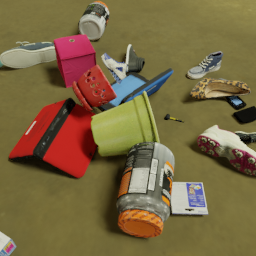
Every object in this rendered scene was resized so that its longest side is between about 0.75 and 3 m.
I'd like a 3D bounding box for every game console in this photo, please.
[{"bbox_3d":[4.874,-0.926,12.212,1.072,0.219,1.818,-18,50,-16],"label":"game console"},{"bbox_3d":[-2.648,0.426,10.952,2.527,1.741,2.933,-12,39,33],"label":"game console"},{"bbox_3d":[0.089,-1.883,12.164,2.892,2.469,1.711,-36,84,-28],"label":"game console"}]

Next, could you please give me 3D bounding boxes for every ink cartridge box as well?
[{"bbox_3d":[1.953,2.340,9.237,1.158,0.275,1.171,2,49,0],"label":"ink cartridge box"},{"bbox_3d":[-4.273,3.670,7.704,1.287,0.720,1.886,23,50,19],"label":"ink cartridge box"}]

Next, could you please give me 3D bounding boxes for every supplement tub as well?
[{"bbox_3d":[0.565,1.873,8.734,1.619,1.619,2.643,8,49,7],"label":"supplement tub"},{"bbox_3d":[-1.905,-6.268,16.207,1.466,1.466,2.392,7,49,6],"label":"supplement tub"}]

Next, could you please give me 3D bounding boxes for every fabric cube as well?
[{"bbox_3d":[-2.467,-3.202,13.298,1.636,1.667,1.662,-15,50,-15],"label":"fabric cube"}]

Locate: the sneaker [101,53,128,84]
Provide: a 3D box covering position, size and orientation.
[{"bbox_3d":[-0.449,-2.577,11.560,0.790,1.367,0.552,-34,14,6],"label":"sneaker"}]

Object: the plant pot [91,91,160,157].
[{"bbox_3d":[-0.132,0.049,10.179,2.155,2.344,2.344,-14,48,2],"label":"plant pot"}]

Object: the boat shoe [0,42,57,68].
[{"bbox_3d":[-4.997,-3.839,14.264,2.914,1.091,0.901,-18,52,-18],"label":"boat shoe"}]

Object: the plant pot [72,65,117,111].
[{"bbox_3d":[-1.304,-1.456,10.588,1.314,1.443,1.443,-31,52,-1],"label":"plant pot"}]

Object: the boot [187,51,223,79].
[{"bbox_3d":[3.780,-3.140,13.756,1.971,0.890,0.717,-25,53,-21],"label":"boot"}]

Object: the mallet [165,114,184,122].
[{"bbox_3d":[1.978,-0.403,11.807,0.808,0.166,0.266,12,45,4],"label":"mallet"}]

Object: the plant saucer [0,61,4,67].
[{"bbox_3d":[-6.513,-3.489,14.615,0.392,0.106,1.121,19,52,17],"label":"plant saucer"}]

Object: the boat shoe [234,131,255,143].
[{"bbox_3d":[4.722,0.406,10.863,1.163,0.435,0.386,10,49,11],"label":"boat shoe"}]

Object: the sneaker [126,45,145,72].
[{"bbox_3d":[0.384,-3.532,14.311,0.960,0.684,1.936,3,53,-1],"label":"sneaker"}]

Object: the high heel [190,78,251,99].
[{"bbox_3d":[4.025,-1.615,12.173,2.415,0.862,1.721,-21,33,-28],"label":"high heel"}]

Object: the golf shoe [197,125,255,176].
[{"bbox_3d":[3.946,0.717,10.239,2.676,1.008,1.225,31,51,23],"label":"golf shoe"}]
